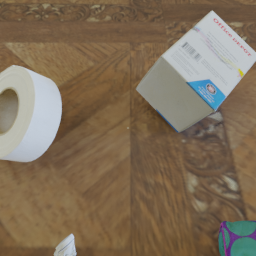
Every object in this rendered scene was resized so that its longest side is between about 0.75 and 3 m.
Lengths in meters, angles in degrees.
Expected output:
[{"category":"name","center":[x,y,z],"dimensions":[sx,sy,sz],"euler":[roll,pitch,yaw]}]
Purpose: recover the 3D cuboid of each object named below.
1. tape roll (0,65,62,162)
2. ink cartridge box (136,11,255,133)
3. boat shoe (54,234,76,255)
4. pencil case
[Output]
[{"category":"tape roll","center":[-2.457,-0.304,6.274],"dimensions":[2.086,0.730,2.086],"euler":[-10,73,34]},{"category":"ink cartridge box","center":[1.685,-1.358,6.945],"dimensions":[1.642,1.613,2.230],"euler":[46,63,1]},{"category":"boat shoe","center":[-1.050,2.142,4.899],"dimensions":[0.323,0.990,0.364],"euler":[44,56,13]},{"category":"pencil case","center":[2.682,2.118,4.956],"dimensions":[2.065,0.879,0.954],"euler":[-3,77,8]}]
